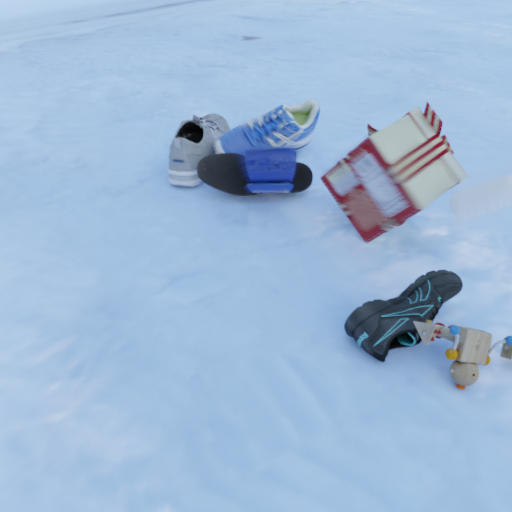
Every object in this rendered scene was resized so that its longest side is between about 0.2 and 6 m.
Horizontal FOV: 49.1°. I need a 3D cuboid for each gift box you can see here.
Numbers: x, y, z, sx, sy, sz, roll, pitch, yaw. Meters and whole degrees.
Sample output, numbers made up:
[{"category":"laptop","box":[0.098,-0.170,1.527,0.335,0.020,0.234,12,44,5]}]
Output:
[{"category":"gift box","box":[2.739,-1.771,11.146,1.980,2.121,1.957,-32,1,-35]}]

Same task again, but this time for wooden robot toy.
[{"category":"wooden robot toy","box":[3.130,1.523,8.354,2.009,0.912,0.885,12,-4,-22]}]

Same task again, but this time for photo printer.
[{"category":"photo printer","box":[4.084,-1.026,9.850,1.260,0.437,1.048,-20,-10,22]}]

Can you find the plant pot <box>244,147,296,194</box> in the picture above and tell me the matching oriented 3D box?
[{"category":"plant pot","box":[0.314,-1.790,11.828,1.018,0.916,1.019,1,5,10]}]

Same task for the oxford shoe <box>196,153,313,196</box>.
[{"category":"oxford shoe","box":[-0.067,-1.820,12.880,2.605,0.929,0.929,6,7,-6]}]

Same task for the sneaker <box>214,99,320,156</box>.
[{"category":"sneaker","box":[0.285,-3.068,13.655,3.121,1.202,1.182,-31,76,-32]}]

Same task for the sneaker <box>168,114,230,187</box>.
[{"category":"sneaker","box":[-1.316,-2.965,13.978,1.197,1.314,3.205,6,36,8]}]

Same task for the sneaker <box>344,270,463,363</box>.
[{"category":"sneaker","box":[2.534,0.988,9.062,2.254,0.850,0.893,-24,52,-18]}]
